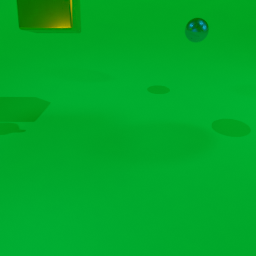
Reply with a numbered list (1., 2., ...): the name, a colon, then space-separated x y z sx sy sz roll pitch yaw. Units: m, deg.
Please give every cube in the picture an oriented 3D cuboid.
1. cube: -2.058 -3.293 7.481 1.369 1.369 1.369 0 15 0

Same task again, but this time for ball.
1. ball: 2.275 -3.236 9.275 0.779 0.779 0.779 0 33 0
